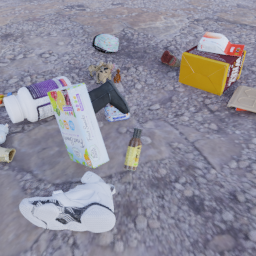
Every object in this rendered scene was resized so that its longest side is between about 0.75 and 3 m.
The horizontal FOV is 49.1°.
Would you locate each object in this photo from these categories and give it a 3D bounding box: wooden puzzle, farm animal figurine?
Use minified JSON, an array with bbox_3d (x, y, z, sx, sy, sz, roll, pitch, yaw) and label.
[{"bbox_3d":[-5.635,-1.334,12.791,1.078,0.250,0.998,-5,36,-6],"label":"wooden puzzle"},{"bbox_3d":[-1.220,-3.055,14.528,1.539,0.958,1.906,-15,39,-20],"label":"farm animal figurine"},{"bbox_3d":[5.686,-1.106,12.323,2.197,0.509,2.034,15,38,27],"label":"wooden puzzle"}]

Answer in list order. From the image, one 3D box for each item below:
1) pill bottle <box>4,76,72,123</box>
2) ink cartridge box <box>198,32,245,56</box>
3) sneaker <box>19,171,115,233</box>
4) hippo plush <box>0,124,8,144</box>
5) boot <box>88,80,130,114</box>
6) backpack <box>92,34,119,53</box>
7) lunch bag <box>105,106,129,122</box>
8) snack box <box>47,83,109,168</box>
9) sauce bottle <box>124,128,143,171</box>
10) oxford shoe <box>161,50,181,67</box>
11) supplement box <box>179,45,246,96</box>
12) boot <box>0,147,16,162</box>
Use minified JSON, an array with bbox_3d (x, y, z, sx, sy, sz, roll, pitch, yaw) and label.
[{"bbox_3d":[-3.588,-1.116,11.486,2.585,1.440,1.440,-23,42,-29],"label":"pill bottle"},{"bbox_3d":[4.629,-4.146,13.753,2.049,0.514,1.662,13,39,21],"label":"ink cartridge box"},{"bbox_3d":[-1.549,1.983,7.738,2.533,0.952,1.456,7,36,0],"label":"sneaker"},{"bbox_3d":[-5.051,0.190,10.375,1.061,1.051,1.319,16,41,-28],"label":"hippo plush"},{"bbox_3d":[-0.982,-0.724,10.167,1.809,1.491,0.594,-38,5,-28],"label":"boot"},{"bbox_3d":[-1.319,-5.332,17.591,1.340,1.016,1.606,-27,47,-35],"label":"backpack"},{"bbox_3d":[-0.472,-0.600,11.695,1.017,0.384,0.815,-12,40,-17],"label":"lunch bag"},{"bbox_3d":[-1.584,-0.084,8.729,0.647,2.444,1.738,-25,16,-30],"label":"snack box"},{"bbox_3d":[0.190,0.651,8.707,0.427,1.318,0.427,11,1,0],"label":"sauce bottle"},{"bbox_3d":[2.479,-3.911,16.140,0.742,0.699,1.983,21,24,-24],"label":"oxford shoe"},{"bbox_3d":[4.210,-3.082,14.054,2.324,1.564,2.356,25,43,30],"label":"supplement box"},{"bbox_3d":[-4.452,1.036,9.444,0.903,0.423,1.162,8,34,11],"label":"boot"}]
